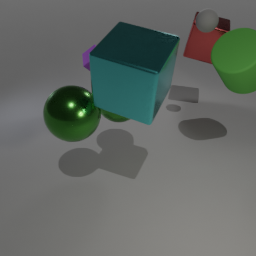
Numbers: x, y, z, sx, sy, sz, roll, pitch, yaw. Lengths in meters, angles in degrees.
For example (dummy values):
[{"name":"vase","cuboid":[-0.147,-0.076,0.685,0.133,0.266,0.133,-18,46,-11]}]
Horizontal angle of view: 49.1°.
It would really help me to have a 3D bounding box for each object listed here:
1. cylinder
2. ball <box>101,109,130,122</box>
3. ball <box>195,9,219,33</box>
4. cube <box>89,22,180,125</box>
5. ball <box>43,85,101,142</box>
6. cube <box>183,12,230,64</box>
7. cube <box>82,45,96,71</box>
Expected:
[{"name":"cylinder","cuboid":[3.273,-1.889,8.076,1.400,1.400,1.400,28,-2,38]},{"name":"ball","cuboid":[-0.268,-0.866,8.364,1.400,1.400,1.400,0,31,0]},{"name":"ball","cuboid":[2.468,-3.352,8.748,0.700,0.700,0.700,0,31,0]},{"name":"cube","cuboid":[0.141,-1.177,5.975,1.400,1.400,1.400,19,50,14]},{"name":"ball","cuboid":[-1.373,-0.353,6.936,1.400,1.400,1.400,0,31,0]},{"name":"cube","cuboid":[3.127,-3.573,11.141,1.400,1.400,1.400,17,42,6]},{"name":"cube","cuboid":[-1.283,-2.660,10.941,0.700,0.700,0.700,-29,54,27]}]
